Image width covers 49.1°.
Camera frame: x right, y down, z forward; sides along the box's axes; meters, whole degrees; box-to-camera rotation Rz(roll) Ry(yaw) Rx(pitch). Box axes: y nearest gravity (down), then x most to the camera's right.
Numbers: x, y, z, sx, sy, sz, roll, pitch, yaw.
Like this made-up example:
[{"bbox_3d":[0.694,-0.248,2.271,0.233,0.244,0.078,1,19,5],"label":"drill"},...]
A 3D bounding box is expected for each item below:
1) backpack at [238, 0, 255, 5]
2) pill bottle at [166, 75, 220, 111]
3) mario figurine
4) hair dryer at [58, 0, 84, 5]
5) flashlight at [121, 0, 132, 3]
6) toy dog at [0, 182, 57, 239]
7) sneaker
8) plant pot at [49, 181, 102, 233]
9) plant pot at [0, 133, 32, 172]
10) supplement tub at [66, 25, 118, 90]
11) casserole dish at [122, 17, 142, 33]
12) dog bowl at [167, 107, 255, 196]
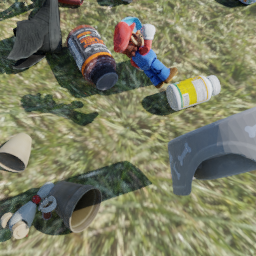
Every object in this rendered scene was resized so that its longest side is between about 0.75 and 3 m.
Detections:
[{"bbox_3d":[4.285,-4.922,9.688,1.191,0.964,1.251,-39,70,-8],"label":"backpack"},{"bbox_3d":[1.768,-0.988,7.567,1.315,0.741,0.741,-18,62,-9],"label":"pill bottle"},{"bbox_3d":[0.384,-1.647,5.933,1.583,0.977,0.839,43,27,-16],"label":"mario figurine"},{"bbox_3d":[-2.627,-4.551,9.223,2.420,0.657,1.843,5,33,-30],"label":"hair dryer"},{"bbox_3d":[-0.440,-5.547,10.092,0.863,0.860,2.541,-37,58,15],"label":"flashlight"},{"bbox_3d":[-2.032,1.862,6.067,1.337,0.644,0.882,-32,41,-8],"label":"toy dog"},{"bbox_3d":[-2.852,-3.127,8.674,1.516,0.873,2.906,-6,64,-9],"label":"sneaker"},{"bbox_3d":[-1.214,1.594,6.077,0.881,1.015,1.015,20,62,28],"label":"plant pot"},{"bbox_3d":[-2.678,0.530,6.804,0.750,0.750,0.801,9,45,5],"label":"plant pot"},{"bbox_3d":[-0.976,-1.974,7.969,1.009,1.009,1.888,-25,65,-13],"label":"supplement tub"},{"bbox_3d":[0.157,-3.181,9.094,0.649,0.208,1.072,-17,63,-9],"label":"casserole dish"},{"bbox_3d":[1.792,0.188,4.103,2.653,2.653,0.778,-17,81,-9],"label":"dog bowl"}]
